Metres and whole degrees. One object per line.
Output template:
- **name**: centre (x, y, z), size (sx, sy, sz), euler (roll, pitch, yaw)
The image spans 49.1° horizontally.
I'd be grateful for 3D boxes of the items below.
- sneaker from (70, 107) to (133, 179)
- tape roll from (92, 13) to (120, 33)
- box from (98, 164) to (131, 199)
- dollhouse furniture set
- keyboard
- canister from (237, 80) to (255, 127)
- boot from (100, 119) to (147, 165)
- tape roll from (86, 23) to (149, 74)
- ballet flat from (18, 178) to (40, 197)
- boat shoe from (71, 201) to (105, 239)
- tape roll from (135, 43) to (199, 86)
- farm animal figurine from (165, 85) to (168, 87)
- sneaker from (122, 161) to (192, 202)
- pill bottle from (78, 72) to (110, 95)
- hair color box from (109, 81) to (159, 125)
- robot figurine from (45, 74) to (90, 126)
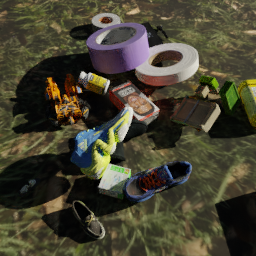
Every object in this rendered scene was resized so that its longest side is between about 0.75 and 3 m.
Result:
- **sneaker**: centre (-0.941, 0.231, 9.386), size (1.469, 1.059, 2.797), euler (27, 68, 5)
- **tape roll**: centre (-1.233, -5.858, 15.830), size (1.602, 0.529, 1.602), euler (0, 49, -1)
- **box**: centre (-0.439, 1.790, 9.422), size (0.846, 0.464, 0.959), euler (14, 52, 10)
- **dollhouse furniture set**: centre (3.175, -0.739, 11.509), size (1.645, 1.260, 2.511), euler (22, 69, 43)
- **keyboard**: centre (1.396, -5.077, 15.366), size (1.620, 0.263, 2.549), euler (-15, 52, -10)
- **canister**: centre (5.507, -1.026, 11.549), size (1.465, 0.854, 1.973), euler (0, 51, 0)
- **boot**: centre (-0.267, 0.527, 10.312), size (2.009, 0.743, 1.646), euler (-2, 49, 4)
- **tape roll**: centre (-0.453, -3.824, 13.249), size (2.830, 1.202, 2.830), euler (-8, 40, 7)
- **ballet flat**: centre (-3.315, 1.955, 9.385), size (0.316, 0.316, 0.864), euler (33, 57, 24)
- **boat shoe**: centre (-1.259, 2.802, 8.581), size (0.501, 0.423, 1.406), euler (-37, 59, -27)
- **tape roll**: centre (1.746, -3.000, 12.957), size (2.990, 0.546, 2.990), euler (-10, 40, 8)
- **farm animal figurine**: centre (1.973, -2.401, 12.971), size (1.067, 0.537, 0.862), euler (-23, 73, -22)
- **sneaker**: centre (0.979, 1.586, 9.044), size (2.531, 0.993, 0.954), euler (-21, 69, -20)
- **pill bottle**: centre (-1.498, -1.969, 12.216), size (1.266, 0.709, 0.709), euler (21, 50, -8)
- **hair color box**: centre (0.221, -0.986, 11.629), size (1.082, 0.653, 2.132), euler (-28, 56, -23)
- **robot figurine**: centre (-2.647, -1.168, 11.725), size (1.841, 0.739, 2.539), euler (-15, 51, -12)
